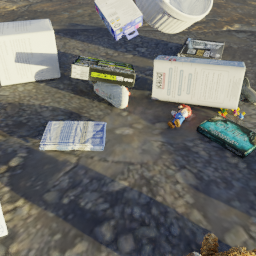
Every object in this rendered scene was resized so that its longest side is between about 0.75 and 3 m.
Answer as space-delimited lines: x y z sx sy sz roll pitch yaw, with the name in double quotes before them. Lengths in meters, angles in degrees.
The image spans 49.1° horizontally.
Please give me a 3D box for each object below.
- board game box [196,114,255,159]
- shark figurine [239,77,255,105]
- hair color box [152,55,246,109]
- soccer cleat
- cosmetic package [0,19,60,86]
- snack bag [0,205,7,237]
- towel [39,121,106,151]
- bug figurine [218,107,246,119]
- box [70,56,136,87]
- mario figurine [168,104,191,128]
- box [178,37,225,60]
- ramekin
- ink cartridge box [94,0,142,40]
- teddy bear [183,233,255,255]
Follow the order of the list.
"board game box" 3.084 0.192 8.468 1.124 0.234 1.662 -26 44 -31
"shark figurine" 4.037 -1.516 10.358 1.913 0.798 1.143 18 39 20
"hair color box" 2.362 -1.623 9.719 2.933 1.452 0.889 9 28 14
"soccer cleat" -0.708 -1.315 9.992 0.915 0.817 2.359 2 25 -28
"cosmetic package" -4.218 -3.192 11.572 2.402 1.980 1.982 -11 37 -16
"snack bag" -4.028 1.088 5.406 2.723 2.888 0.309 -11 -7 -25
"towel" -1.613 0.219 8.455 1.886 0.224 1.385 0 34 -3
"bug figurine" 3.446 -0.479 9.395 0.857 0.220 0.664 1 30 9
"box" -0.867 -2.106 10.220 2.194 0.521 2.119 8 19 -6
"mario figurine" 1.652 -0.464 9.090 0.662 0.568 1.072 20 42 25
"box" 3.460 -3.514 13.174 1.875 0.592 2.378 13 38 16
"ramekin" 1.373 -4.272 9.023 2.443 1.282 2.443 8 71 -26
"ink cartridge box" -0.208 -3.119 7.810 0.925 0.517 1.355 -31 75 -4
"teddy bear" 1.784 2.515 4.964 2.016 0.673 1.462 9 35 12
